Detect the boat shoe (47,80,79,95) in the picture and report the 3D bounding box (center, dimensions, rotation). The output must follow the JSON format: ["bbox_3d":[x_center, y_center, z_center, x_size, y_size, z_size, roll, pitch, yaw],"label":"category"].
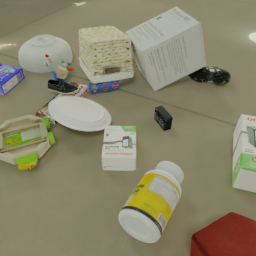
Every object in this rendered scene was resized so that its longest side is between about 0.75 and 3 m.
[{"bbox_3d":[-2.682,-1.697,11.467,1.408,0.438,0.525,12,41,14],"label":"boat shoe"}]

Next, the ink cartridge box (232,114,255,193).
[{"bbox_3d":[4.280,0.805,8.682,1.794,1.036,2.466,11,43,12],"label":"ink cartridge box"}]

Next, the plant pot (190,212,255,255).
[{"bbox_3d":[2.312,2.926,5.929,1.823,1.821,1.606,-20,35,-21],"label":"plant pot"}]

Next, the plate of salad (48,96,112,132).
[{"bbox_3d":[-1.773,-0.484,10.339,2.353,0.565,2.353,15,30,-9],"label":"plate of salad"}]

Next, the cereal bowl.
[{"bbox_3d":[-4.101,-3.829,13.797,2.624,1.093,2.624,0,43,0],"label":"cereal bowl"}]

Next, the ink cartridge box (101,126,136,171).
[{"bbox_3d":[-0.266,0.631,9.187,1.079,0.623,1.483,0,42,0],"label":"ink cartridge box"}]

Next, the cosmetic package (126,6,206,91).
[{"bbox_3d":[1.622,-3.409,12.044,2.546,2.117,2.130,-27,44,-1],"label":"cosmetic package"}]

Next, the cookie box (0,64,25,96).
[{"bbox_3d":[-5.565,-2.151,12.306,1.296,0.569,1.515,13,44,14],"label":"cookie box"}]

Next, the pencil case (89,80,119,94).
[{"bbox_3d":[-1.036,-1.839,11.995,1.338,0.522,0.581,-12,48,-13],"label":"pencil case"}]

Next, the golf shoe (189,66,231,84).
[{"bbox_3d":[3.630,-2.432,12.643,1.955,0.760,0.924,19,28,18],"label":"golf shoe"}]

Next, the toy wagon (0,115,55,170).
[{"bbox_3d":[-3.525,0.529,9.392,2.047,0.522,2.638,-16,45,-16],"label":"toy wagon"}]

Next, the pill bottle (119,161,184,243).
[{"bbox_3d":[0.718,1.859,7.434,1.155,1.155,2.063,21,46,21],"label":"pill bottle"}]

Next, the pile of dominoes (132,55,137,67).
[{"bbox_3d":[0.462,-3.277,13.950,0.737,0.151,0.946,13,52,13],"label":"pile of dominoes"}]

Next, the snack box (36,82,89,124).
[{"bbox_3d":[-2.591,-1.069,11.311,0.882,0.298,2.454,17,45,18],"label":"snack box"}]

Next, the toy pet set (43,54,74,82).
[{"bbox_3d":[-3.160,-2.577,12.805,1.367,0.726,1.276,13,31,-44],"label":"toy pet set"}]

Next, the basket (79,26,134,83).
[{"bbox_3d":[-1.075,-3.361,12.406,1.920,1.748,2.833,-12,32,-16],"label":"basket"}]

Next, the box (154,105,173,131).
[{"bbox_3d":[1.292,-0.374,10.347,0.317,0.567,0.804,-17,45,-17],"label":"box"}]
